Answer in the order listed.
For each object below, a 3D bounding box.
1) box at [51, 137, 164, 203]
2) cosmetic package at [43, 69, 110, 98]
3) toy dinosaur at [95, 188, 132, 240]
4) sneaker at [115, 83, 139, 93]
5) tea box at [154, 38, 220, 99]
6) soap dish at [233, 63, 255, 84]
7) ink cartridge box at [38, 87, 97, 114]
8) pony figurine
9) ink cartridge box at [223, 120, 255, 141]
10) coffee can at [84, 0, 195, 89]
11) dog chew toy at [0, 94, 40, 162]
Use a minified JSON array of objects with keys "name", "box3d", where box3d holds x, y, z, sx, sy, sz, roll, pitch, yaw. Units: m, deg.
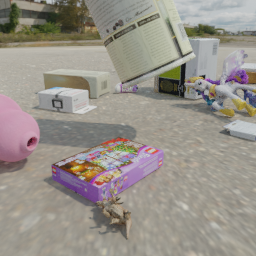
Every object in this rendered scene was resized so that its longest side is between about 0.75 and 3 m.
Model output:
[{"name":"box","box3d":[-0.373,0.784,5.986,1.393,0.398,2.036,16,25,37]},{"name":"cosmetic package","box3d":[-2.366,-2.123,13.141,2.800,0.995,1.473,8,21,21]},{"name":"toy dinosaur","box3d":[-0.158,1.366,4.516,0.387,0.611,0.902,-42,61,-10]},{"name":"sneaker","box3d":[0.002,-1.901,13.360,0.741,0.471,1.300,20,28,37]},{"name":"tea box","box3d":[2.609,-2.809,12.839,1.660,2.485,2.445,-18,27,-41]},{"name":"soap dish","box3d":[6.757,-3.202,16.275,1.756,0.907,2.232,6,20,17]},{"name":"ink cartridge box","box3d":[-2.299,-1.090,10.798,1.979,0.660,1.146,9,22,23]},{"name":"pony figurine","box3d":[3.794,-1.511,10.525,2.585,2.230,2.678,-21,42,-26]},{"name":"ink cartridge box","box3d":[3.486,0.053,8.308,1.002,0.204,1.004,-18,26,-40]},{"name":"coffee can","box3d":[0.230,-2.699,7.123,2.069,2.827,2.069,-23,10,4]},{"name":"dog chew toy","box3d":[-3.307,-0.075,6.578,2.944,1.833,1.833,18,25,24]}]
